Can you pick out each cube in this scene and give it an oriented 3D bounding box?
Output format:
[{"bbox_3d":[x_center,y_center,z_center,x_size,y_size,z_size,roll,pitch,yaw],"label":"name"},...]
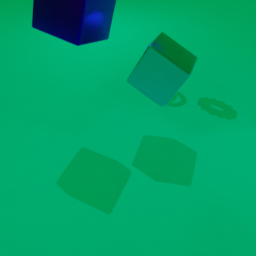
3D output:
[{"bbox_3d":[-1.036,-2.435,5.549,1.161,1.161,1.161,26,32,16],"label":"cube"},{"bbox_3d":[0.790,-1.337,6.405,1.059,1.059,1.059,35,39,-2],"label":"cube"}]
